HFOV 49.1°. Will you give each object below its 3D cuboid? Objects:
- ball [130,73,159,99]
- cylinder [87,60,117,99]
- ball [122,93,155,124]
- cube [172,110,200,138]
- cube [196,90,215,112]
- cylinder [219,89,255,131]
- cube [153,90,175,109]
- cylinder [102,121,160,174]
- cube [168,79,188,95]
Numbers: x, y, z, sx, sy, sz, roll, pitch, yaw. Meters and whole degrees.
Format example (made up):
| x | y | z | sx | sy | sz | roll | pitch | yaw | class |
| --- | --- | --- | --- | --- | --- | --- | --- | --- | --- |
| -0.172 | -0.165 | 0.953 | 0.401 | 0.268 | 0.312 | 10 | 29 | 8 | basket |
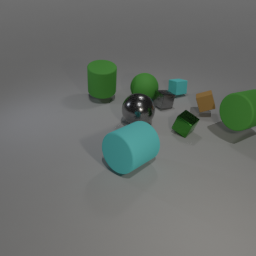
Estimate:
| x | y | z | sx | sy | sz | roll | pitch | yaw | class |
| --- | --- | --- | --- | --- | --- | --- | --- | --- | --- |
| 0.814 | -2.021 | 13.885 | 1.400 | 1.400 | 1.400 | 0 | 30 | 0 | ball |
| -1.261 | -2.376 | 13.623 | 1.400 | 1.400 | 1.400 | 3 | 41 | -2 | cylinder |
| 0.438 | -0.764 | 11.734 | 1.400 | 1.400 | 1.400 | 0 | 30 | 0 | ball |
| 2.306 | -0.171 | 11.237 | 0.700 | 0.700 | 0.700 | 38 | 44 | 19 | cube |
| 3.449 | -1.194 | 12.456 | 0.700 | 0.700 | 0.700 | -13 | 18 | 19 | cube |
| 4.429 | -0.689 | 10.512 | 1.400 | 1.400 | 1.400 | -13 | 32 | -35 | cylinder |
| 1.717 | -1.374 | 13.368 | 0.700 | 0.700 | 0.700 | -5 | 29 | -31 | cube |
| 0.102 | 0.614 | 9.235 | 1.400 | 1.400 | 1.400 | 24 | 32 | 35 | cylinder |
| 2.585 | -2.150 | 14.569 | 0.700 | 0.700 | 0.700 | -11 | 22 | -29 | cube |
